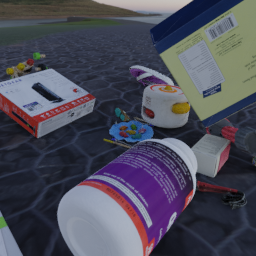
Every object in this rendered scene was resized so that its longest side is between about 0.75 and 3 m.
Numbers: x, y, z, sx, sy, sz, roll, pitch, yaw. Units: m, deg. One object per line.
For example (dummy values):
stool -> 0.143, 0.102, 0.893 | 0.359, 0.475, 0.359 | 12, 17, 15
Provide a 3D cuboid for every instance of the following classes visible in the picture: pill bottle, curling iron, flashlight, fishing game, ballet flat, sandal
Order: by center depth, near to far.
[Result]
pill bottle -> 0.230, 1.269, 5.419 | 1.661, 1.661, 2.953 | 17, 31, 32
curling iron -> 1.739, 1.444, 6.695 | 2.074, 0.265, 0.514 | 13, 29, 25
flashlight -> 2.957, 0.128, 8.081 | 0.853, 0.856, 2.518 | -14, 10, -3
fishing game -> 0.127, 0.041, 9.612 | 1.544, 0.335, 2.156 | 19, 31, 29
ballet flat -> -0.188, -0.500, 10.809 | 0.345, 0.324, 0.955 | 10, 19, -30
sandal -> 1.024, -2.535, 14.486 | 2.918, 1.187, 0.717 | 25, 76, 41

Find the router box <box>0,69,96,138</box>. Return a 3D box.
router box -> -3.123, -1.073, 10.547 | 2.568, 0.699, 2.862 | 34, 38, 19

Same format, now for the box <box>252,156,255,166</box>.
box -> 4.559, 0.707, 7.684 | 2.117, 0.742, 0.681 | -6, 26, -13

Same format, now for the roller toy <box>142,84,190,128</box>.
roller toy -> 1.390, -0.884, 10.249 | 1.730, 1.325, 1.896 | 9, 24, 10

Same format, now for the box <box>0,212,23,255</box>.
box -> -2.731, 2.472, 4.150 | 2.307, 0.609, 2.959 | -18, 30, -33

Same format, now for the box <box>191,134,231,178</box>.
box -> 2.267, 0.732, 7.752 | 0.751, 0.640, 1.175 | 18, 31, 32

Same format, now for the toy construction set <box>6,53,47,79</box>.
toy construction set -> -4.722, -1.907, 11.853 | 2.400, 2.001, 1.844 | -6, 8, 41

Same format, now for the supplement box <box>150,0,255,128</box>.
supplement box -> 2.416, -1.991, 7.292 | 2.689, 2.686, 1.805 | -30, 26, 17
